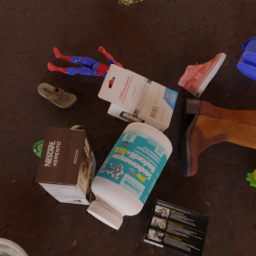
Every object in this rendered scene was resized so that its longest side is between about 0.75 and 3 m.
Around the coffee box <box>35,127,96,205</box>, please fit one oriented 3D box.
[{"bbox_3d":[-1.456,1.062,7.138,0.926,2.320,1.311,4,64,2],"label":"coffee box"}]

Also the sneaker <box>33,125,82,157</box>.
[{"bbox_3d":[-1.997,0.301,8.181,0.731,0.670,1.716,27,35,24],"label":"sneaker"}]

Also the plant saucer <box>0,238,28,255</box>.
[{"bbox_3d":[-3.337,3.884,6.755,2.281,0.573,2.281,0,64,-1],"label":"plant saucer"}]

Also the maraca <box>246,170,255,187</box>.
[{"bbox_3d":[3.825,1.415,8.005,0.867,0.464,0.594,-16,48,-9],"label":"maraca"}]

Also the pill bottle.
[{"bbox_3d":[0.008,1.268,7.519,1.472,1.472,2.657,26,67,12],"label":"pill bottle"}]

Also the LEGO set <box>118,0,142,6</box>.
[{"bbox_3d":[0.095,-5.981,11.340,1.896,1.429,2.466,46,74,-12],"label":"LEGO set"}]

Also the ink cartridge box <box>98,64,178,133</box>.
[{"bbox_3d":[0.248,-0.865,8.602,2.251,0.764,1.306,24,65,-8],"label":"ink cartridge box"}]

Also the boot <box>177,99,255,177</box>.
[{"bbox_3d":[2.922,0.428,8.456,2.707,0.927,2.549,11,57,-3],"label":"boot"}]

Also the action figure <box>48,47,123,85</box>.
[{"bbox_3d":[-1.221,-2.133,9.206,2.929,1.450,0.956,14,76,4],"label":"action figure"}]

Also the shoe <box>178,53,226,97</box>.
[{"bbox_3d":[2.520,-1.986,9.512,0.881,0.692,1.938,34,73,10],"label":"shoe"}]

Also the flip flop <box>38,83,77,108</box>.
[{"bbox_3d":[-2.372,-1.131,9.254,1.460,0.420,0.592,28,68,13],"label":"flip flop"}]

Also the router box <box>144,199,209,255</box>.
[{"bbox_3d":[1.292,2.674,7.441,1.502,0.383,1.120,17,66,8],"label":"router box"}]

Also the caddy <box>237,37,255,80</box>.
[{"bbox_3d":[4.614,-2.266,9.340,1.832,1.295,0.962,33,75,14],"label":"caddy"}]
